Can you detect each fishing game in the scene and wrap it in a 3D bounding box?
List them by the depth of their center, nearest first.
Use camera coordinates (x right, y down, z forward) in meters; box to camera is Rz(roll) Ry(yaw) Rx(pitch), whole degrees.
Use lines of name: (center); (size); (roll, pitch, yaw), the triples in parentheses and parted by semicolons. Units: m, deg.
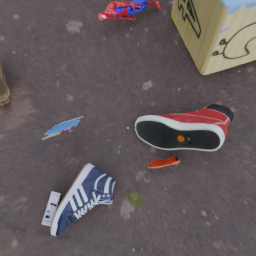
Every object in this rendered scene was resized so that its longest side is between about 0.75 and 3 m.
fishing game: (-1.799, 0.027, 7.766); (1.049, 1.465, 0.228); (-18, 105, 7)

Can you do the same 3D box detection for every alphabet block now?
alphabet block: (3.143, -3.790, 8.253); (2.848, 2.916, 2.863); (-16, 68, -3)

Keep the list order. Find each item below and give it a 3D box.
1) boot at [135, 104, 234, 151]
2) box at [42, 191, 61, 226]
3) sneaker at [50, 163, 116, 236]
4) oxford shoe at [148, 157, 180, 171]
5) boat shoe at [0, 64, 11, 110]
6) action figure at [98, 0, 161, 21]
boot: (1.693, -0.182, 8.441); (2.655, 0.962, 1.916); (7, 31, 28)
box: (-2.126, 2.234, 7.749); (0.263, 0.509, 0.873); (16, 64, -11)
sneaker: (-1.130, 2.091, 7.631); (1.159, 0.749, 2.136); (25, 65, 9)
oxford shoe: (1.040, 1.102, 8.070); (0.984, 0.357, 0.350); (-7, 31, -16)
boat shoe: (-4.114, -1.379, 8.651); (0.752, 0.706, 2.090); (-22, 57, -17)
action figure: (0.094, -4.019, 9.435); (2.338, 0.765, 0.604); (-19, 78, -13)
